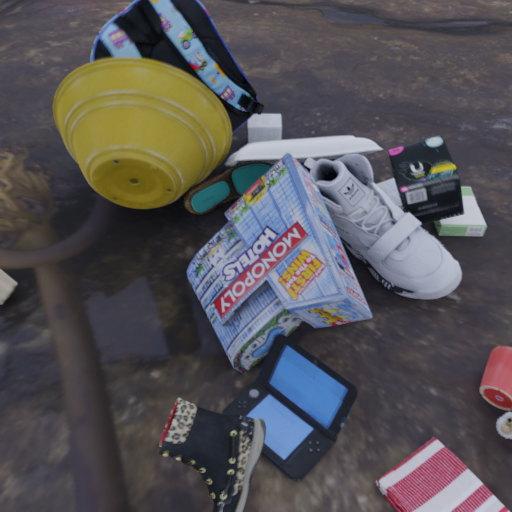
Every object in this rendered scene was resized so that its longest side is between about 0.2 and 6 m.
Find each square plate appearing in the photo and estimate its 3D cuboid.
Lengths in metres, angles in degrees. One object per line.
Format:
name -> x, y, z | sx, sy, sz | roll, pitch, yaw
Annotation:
square plate -> 0.903, -2.365, 12.757 | 3.084, 0.439, 3.055 | -6, 7, -7

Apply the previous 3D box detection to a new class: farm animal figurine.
farm animal figurine -> 4.595, 2.694, 8.539 | 1.395, 0.735, 1.410 | -36, 61, -17

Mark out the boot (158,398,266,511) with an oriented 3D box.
boot -> -0.740, 2.910, 7.604 | 1.346, 0.643, 1.782 | 22, 81, -12

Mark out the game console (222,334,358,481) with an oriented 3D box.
game console -> 0.481, 2.302, 8.691 | 1.669, 0.988, 1.425 | 32, 51, 30

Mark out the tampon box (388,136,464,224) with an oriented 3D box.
tampon box -> 3.515, -1.566, 11.642 | 1.164, 0.981, 1.554 | -14, 42, 13

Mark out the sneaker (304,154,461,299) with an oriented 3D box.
sneaker -> 2.256, -0.642, 10.806 | 1.358, 2.078, 3.615 | -45, 51, -1

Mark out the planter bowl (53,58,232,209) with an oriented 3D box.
planter bowl -> -2.437, -2.072, 11.628 | 3.783, 3.783, 1.575 | 2, 59, 2

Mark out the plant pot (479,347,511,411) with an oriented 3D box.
plant pot -> 4.100, 2.040, 9.143 | 0.856, 0.856, 0.757 | 27, 61, 26

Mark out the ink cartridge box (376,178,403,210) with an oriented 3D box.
ink cartridge box -> 3.270, -1.440, 13.198 | 0.954, 0.207, 0.937 | -21, 47, -18

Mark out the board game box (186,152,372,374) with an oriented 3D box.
board game box -> 0.346, 0.338, 9.539 | 3.148, 0.971, 3.146 | -44, 47, 11

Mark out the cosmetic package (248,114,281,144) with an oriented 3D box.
cosmetic package -> 0.214, -3.233, 14.694 | 0.873, 0.731, 0.726 | 0, 42, -1

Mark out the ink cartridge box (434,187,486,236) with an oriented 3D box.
ink cartridge box -> 4.493, -1.019, 12.654 | 1.007, 0.332, 1.384 | 1, 44, 1

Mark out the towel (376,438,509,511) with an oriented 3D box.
towel -> 2.773, 3.580, 7.913 | 1.326, 0.209, 1.841 | -24, 48, -24

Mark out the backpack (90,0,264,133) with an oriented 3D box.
backpack -> -2.164, -4.016, 12.804 | 3.352, 3.672, 2.470 | -43, 41, -8

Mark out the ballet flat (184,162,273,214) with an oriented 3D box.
ballet flat -> -0.678, -1.640, 13.096 | 2.358, 0.800, 0.853 | -29, 26, -20

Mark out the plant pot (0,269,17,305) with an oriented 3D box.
plant pot -> -4.993, 0.539, 10.667 | 0.692, 0.756, 0.756 | 35, 44, -13
